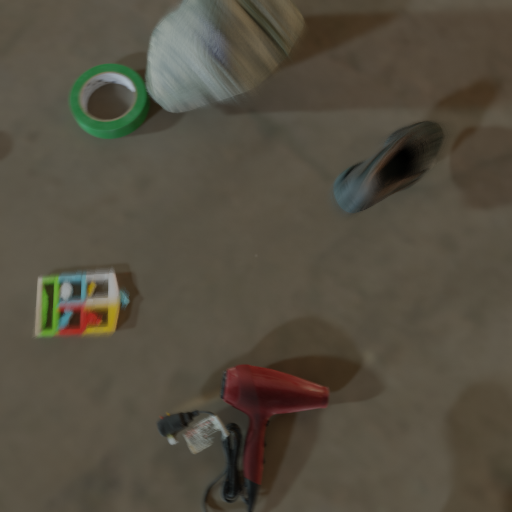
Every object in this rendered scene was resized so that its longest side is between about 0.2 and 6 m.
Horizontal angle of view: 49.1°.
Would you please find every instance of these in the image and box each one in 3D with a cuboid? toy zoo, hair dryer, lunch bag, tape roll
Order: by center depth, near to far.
[{"bbox_3d":[-0.029,2.480,8.092,2.413,0.656,1.838,-32,93,-4],"label":"hair dryer"},{"bbox_3d":[-0.627,-3.185,8.634,1.567,2.249,1.886,38,72,-30],"label":"lunch bag"},{"bbox_3d":[-2.689,0.748,8.701,1.404,0.144,0.921,-3,73,-1],"label":"toy zoo"},{"bbox_3d":[-2.506,-2.653,9.605,1.300,0.312,1.300,0,74,-1],"label":"tape roll"}]

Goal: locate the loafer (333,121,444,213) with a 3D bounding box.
[{"bbox_3d":[2.217,-1.393,8.460,2.432,0.765,0.874,-36,101,-29],"label":"loafer"}]
